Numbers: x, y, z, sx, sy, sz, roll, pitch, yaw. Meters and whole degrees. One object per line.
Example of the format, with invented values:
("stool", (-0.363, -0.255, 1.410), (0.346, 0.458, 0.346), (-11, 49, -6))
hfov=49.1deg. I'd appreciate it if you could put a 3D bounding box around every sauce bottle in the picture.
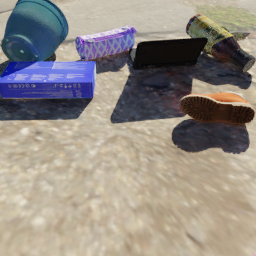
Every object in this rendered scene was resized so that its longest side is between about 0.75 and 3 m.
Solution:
("sauce bottle", (3.328, -3.079, 10.135), (0.955, 0.955, 2.893), (-25, 57, -26))

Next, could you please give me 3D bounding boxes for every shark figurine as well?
("shark figurine", (3.509, -3.428, 10.692), (1.886, 0.787, 1.127), (-19, 16, 11))

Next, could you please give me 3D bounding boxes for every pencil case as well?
("pencil case", (-0.840, -3.156, 10.290), (2.255, 0.964, 0.946), (-21, 73, -23))

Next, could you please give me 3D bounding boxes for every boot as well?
("boot", (2.386, -0.656, 7.713), (1.909, 0.716, 1.024), (10, 34, 4))

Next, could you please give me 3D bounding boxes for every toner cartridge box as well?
("toner cartridge box", (-2.408, -1.509, 8.688), (2.757, 0.595, 1.310), (0, 40, 0))

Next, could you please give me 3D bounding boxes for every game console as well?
("game console", (1.270, -2.834, 9.676), (2.289, 1.332, 2.013), (-5, 41, -7))

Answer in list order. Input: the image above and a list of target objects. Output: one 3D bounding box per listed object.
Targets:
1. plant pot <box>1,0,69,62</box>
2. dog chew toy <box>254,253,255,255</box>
("plant pot", (-3.326, -3.176, 9.722), (2.024, 2.024, 1.902), (8, 54, 9))
("dog chew toy", (2.781, 1.914, 4.273), (2.035, 1.267, 1.267), (-23, 45, -14))
